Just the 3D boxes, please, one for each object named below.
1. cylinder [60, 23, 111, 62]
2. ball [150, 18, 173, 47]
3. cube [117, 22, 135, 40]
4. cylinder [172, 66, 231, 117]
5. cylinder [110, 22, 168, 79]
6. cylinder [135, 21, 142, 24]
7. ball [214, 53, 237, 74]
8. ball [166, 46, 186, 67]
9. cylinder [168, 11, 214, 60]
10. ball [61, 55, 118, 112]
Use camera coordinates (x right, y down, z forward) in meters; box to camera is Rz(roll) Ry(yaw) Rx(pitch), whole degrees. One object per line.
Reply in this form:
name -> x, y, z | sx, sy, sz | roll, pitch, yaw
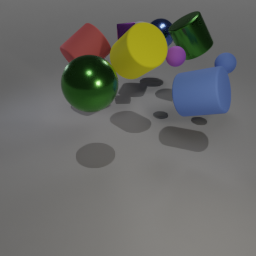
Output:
cylinder -> -1.597, -2.960, 10.603 | 1.400, 1.400, 1.400 | -46, 44, -9
ball -> 1.559, -4.539, 13.508 | 1.400, 1.400, 1.400 | 0, 30, 0
cube -> -0.041, -3.614, 10.823 | 0.700, 0.700, 0.700 | -4, 6, 3
cylinder -> 2.285, -1.097, 8.649 | 1.400, 1.400, 1.400 | -3, 23, 35
cylinder -> 0.310, -2.406, 8.931 | 1.400, 1.400, 1.400 | -16, 1, -26
cylinder -> 0.459, -3.971, 12.470 | 1.400, 1.400, 1.400 | 5, 24, 9
ball -> 3.250, -2.153, 9.344 | 0.700, 0.700, 0.700 | 0, 30, 0
ball -> 1.660, -2.489, 9.754 | 0.700, 0.700, 0.700 | 0, 30, 0
cylinder -> 2.566, -3.754, 11.442 | 1.400, 1.400, 1.400 | -28, 27, 16
ball -> -0.935, -1.083, 6.893 | 1.400, 1.400, 1.400 | 0, 30, 0
